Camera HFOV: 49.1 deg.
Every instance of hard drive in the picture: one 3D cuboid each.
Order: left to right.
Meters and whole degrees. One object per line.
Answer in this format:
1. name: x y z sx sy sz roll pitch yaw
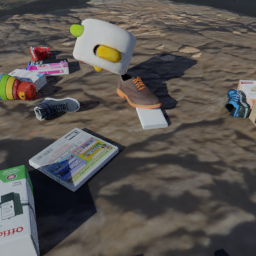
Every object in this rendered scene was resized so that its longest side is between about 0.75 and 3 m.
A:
1. hard drive: 0.848 -0.438 10.234 0.867 0.173 1.315 -6 37 -8

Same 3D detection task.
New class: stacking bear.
1. stacking bear: -4.620 -1.562 11.085 1.918 1.165 1.091 9 33 -1

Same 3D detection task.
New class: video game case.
1. video game case: -1.600 0.851 8.484 1.829 0.222 2.009 23 42 28

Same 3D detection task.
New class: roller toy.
1. roller toy: -0.868 -2.932 10.552 2.374 1.659 2.166 23 9 28

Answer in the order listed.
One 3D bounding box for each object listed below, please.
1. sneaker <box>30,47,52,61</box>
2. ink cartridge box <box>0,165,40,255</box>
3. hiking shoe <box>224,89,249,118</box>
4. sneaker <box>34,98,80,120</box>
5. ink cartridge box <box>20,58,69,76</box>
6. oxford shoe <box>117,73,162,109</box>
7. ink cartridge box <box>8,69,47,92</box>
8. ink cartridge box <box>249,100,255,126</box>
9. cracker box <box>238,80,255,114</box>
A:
1. sneaker: -4.406 -3.792 14.276 1.019 0.691 1.765 -13 40 -14
2. ink cartridge box: -2.955 2.019 6.357 1.574 0.892 2.147 -13 39 -16
3. hiking shoe: 3.985 -0.998 10.604 0.715 0.614 1.650 0 37 -2
4. sneaker: -2.614 -0.672 10.103 1.556 0.592 1.124 2 25 18
5. ink cartridge box: -3.998 -2.820 13.230 2.344 0.435 1.110 -10 38 -9
6. oxford shoe: 0.344 -1.447 10.750 0.898 0.915 2.524 -21 35 -30
7. ink cartridge box: -4.409 -2.072 12.117 1.486 0.504 0.862 13 39 16
8. ink cartridge box: 5.367 -0.816 9.584 1.885 1.553 0.708 -4 37 -6
9. cracker box: 5.174 -1.222 10.968 1.231 0.530 1.838 1 36 2
